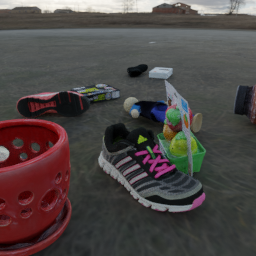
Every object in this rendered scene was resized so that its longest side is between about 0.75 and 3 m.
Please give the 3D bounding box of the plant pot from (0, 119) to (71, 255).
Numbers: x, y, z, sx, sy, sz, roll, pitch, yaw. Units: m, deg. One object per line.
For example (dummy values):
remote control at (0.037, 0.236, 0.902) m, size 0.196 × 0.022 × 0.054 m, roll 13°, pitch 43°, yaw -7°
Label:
plant pot at (-1.872, 0.947, 4.567) m, size 1.896 × 1.726 × 1.896 m, roll 1°, pitch 24°, yaw 0°

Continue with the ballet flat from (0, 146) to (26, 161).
ballet flat at (-3.086, 0.869, 5.693) m, size 2.839 × 1.037 × 1.037 m, roll -7°, pitch 25°, yaw -17°

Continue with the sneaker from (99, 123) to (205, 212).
sneaker at (0.340, 0.665, 5.813) m, size 1.032 × 1.224 × 2.798 m, roll -19°, pitch 30°, yaw -36°

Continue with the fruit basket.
fruit basket at (1.093, 0.033, 6.430) m, size 0.903 × 1.926 × 1.784 m, roll -16°, pitch 26°, yaw 0°

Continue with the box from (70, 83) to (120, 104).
box at (-1.354, -1.435, 11.581) m, size 1.644 × 0.364 × 1.317 m, roll -15°, pitch 28°, yaw -30°

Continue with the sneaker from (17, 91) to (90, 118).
sneaker at (-2.570, -0.975, 9.896) m, size 2.467 × 0.909 × 1.070 m, roll -2°, pitch 23°, yaw -3°

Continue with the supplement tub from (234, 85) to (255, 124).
supplement tub at (4.748, -0.706, 8.634) m, size 2.705 × 1.446 × 1.446 m, roll 12°, pitch 27°, yaw 23°

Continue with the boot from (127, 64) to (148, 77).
boot at (0.557, -3.104, 15.201) m, size 1.281 × 0.474 × 1.050 m, roll -10°, pitch 23°, yaw -5°

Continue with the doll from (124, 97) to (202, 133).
doll at (0.882, -0.516, 9.106) m, size 1.939 × 0.689 × 2.842 m, roll -16°, pitch 28°, yaw -39°

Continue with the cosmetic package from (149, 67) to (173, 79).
cosmetic package at (1.779, -2.972, 15.091) m, size 0.968 × 0.332 × 1.284 m, roll 6°, pitch 25°, yaw 20°
